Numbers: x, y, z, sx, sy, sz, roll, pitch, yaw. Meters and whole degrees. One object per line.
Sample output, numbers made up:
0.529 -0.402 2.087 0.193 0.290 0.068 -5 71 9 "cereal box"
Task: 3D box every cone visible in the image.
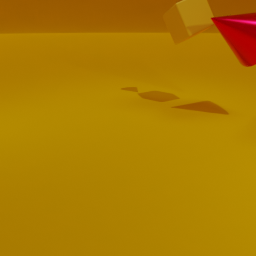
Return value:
2.877 -2.651 7.507 1.573 1.567 1.567 16 16 -16 "cone"

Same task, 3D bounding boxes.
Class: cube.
1.899 -3.395 8.778 1.029 1.029 1.029 -28 8 -13 "cube"
